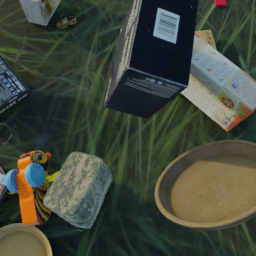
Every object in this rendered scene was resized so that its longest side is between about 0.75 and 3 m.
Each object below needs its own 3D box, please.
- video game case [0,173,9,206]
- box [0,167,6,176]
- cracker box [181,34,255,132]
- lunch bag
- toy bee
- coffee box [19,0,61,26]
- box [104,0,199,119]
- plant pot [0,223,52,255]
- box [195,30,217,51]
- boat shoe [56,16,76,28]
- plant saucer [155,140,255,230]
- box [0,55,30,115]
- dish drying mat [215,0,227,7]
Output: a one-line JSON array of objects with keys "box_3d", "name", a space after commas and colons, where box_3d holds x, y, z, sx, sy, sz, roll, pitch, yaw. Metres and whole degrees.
[{"box_3d": [-4.206, 1.893, 7.706, 1.497, 0.211, 1.657, 20, 68, 10], "name": "video game case"}, {"box_3d": [-4.028, 1.538, 8.120, 0.924, 0.223, 0.732, -37, 70, -17], "name": "box"}, {"box_3d": [2.386, -1.355, 8.346, 2.917, 1.954, 0.841, 42, 79, 11], "name": "cracker box"}, {"box_3d": [-1.164, 1.710, 7.362, 1.204, 1.450, 1.728, 11, 61, 27], "name": "lunch bag"}, {"box_3d": [-2.511, 1.200, 7.755, 1.756, 1.458, 2.683, 4, 95, 19], "name": "toy bee"}, {"box_3d": [-3.250, -5.164, 10.824, 0.808, 1.160, 2.028, 15, 66, 7], "name": "coffee box"}, {"box_3d": [0.478, -1.783, 6.557, 1.285, 2.248, 2.469, 15, 72, -13], "name": "box"}, {"box_3d": [-2.894, 3.481, 7.167, 1.966, 0.270, 1.966, 0, 64, -1], "name": "plant pot"}, {"box_3d": [2.249, -2.444, 10.006, 1.976, 0.257, 2.418, -6, 65, -1], "name": "box"}, {"box_3d": [-2.391, -4.114, 10.800, 0.794, 0.293, 0.300, -24, 67, -11], "name": "boat shoe"}, {"box_3d": [1.742, 1.098, 5.656, 2.480, 0.365, 2.480, -22, 23, 10], "name": "plant saucer"}, {"box_3d": [-4.660, -1.522, 9.064, 1.872, 0.570, 2.323, -40, 89, -19], "name": "box"}, {"box_3d": [3.793, -5.466, 11.552, 0.463, 0.110, 1.206, 4, 64, 1], "name": "dish drying mat"}]
